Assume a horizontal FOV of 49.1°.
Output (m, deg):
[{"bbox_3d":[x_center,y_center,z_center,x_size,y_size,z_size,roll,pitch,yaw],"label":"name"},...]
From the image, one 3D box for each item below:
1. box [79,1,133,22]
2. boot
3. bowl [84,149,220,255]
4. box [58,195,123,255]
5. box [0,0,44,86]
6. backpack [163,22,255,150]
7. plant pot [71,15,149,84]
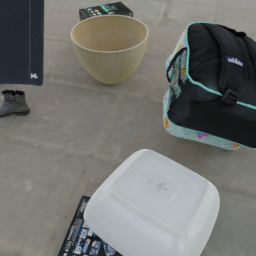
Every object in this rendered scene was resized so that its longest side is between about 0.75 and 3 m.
[{"bbox_3d":[-0.771,-3.600,9.961,1.649,1.225,1.025,-19,49,-18],"label":"box"},{"bbox_3d":[-3.256,-0.695,7.478,1.155,0.760,0.403,-6,47,-6],"label":"boot"},{"bbox_3d":[0.560,1.331,5.234,2.203,0.824,2.206,28,41,21],"label":"bowl"},{"bbox_3d":[-0.378,2.078,5.070,1.497,0.375,1.508,10,47,9],"label":"box"},{"bbox_3d":[-2.584,-2.025,4.839,2.196,2.412,1.256,1,15,-17],"label":"box"},{"bbox_3d":[2.100,-1.049,6.619,2.563,2.235,2.915,13,55,-9],"label":"backpack"},{"bbox_3d":[-0.516,-2.217,8.448,2.208,1.482,2.208,0,45,0],"label":"plant pot"}]
